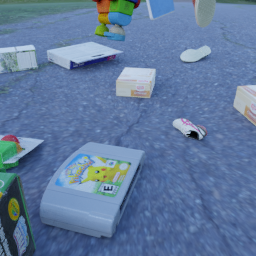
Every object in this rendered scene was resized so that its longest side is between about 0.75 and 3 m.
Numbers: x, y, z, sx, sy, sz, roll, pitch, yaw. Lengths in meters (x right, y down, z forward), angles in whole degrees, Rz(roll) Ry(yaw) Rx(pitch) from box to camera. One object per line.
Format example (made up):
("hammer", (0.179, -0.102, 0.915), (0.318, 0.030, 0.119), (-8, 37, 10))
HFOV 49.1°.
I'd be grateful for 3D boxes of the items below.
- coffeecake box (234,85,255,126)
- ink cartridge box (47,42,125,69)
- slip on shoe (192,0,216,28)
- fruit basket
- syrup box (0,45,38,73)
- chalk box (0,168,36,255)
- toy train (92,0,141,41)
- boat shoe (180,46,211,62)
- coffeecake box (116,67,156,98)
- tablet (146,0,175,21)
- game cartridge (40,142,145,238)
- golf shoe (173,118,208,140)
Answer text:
("coffeecake box", (4.859, -0.760, 8.973), (2.208, 0.807, 1.695), (-4, 30, -7))
("ink cartridge box", (-2.173, -3.681, 14.393), (2.872, 0.633, 2.925), (-24, 39, -35))
("slip on shoe", (2.083, -3.760, 7.991), (0.641, 1.731, 0.530), (-23, 33, -3))
("fruit basket", (-3.051, 0.544, 7.023), (1.353, 0.685, 1.461), (5, 14, 9))
("syrup box", (-5.590, -3.221, 13.198), (2.436, 0.959, 0.992), (-12, 32, -20))
("chalk box", (-2.435, 1.654, 3.800), (1.695, 1.707, 2.735), (2, 28, 3))
("toy train", (-0.638, -3.004, 7.485), (0.896, 1.225, 2.117), (1, 17, -37))
("boat shoe", (3.501, -3.805, 14.838), (1.959, 0.713, 0.605), (-23, -7, -23))
("coffeecake box", (0.347, -1.822, 11.056), (1.307, 0.622, 1.702), (6, 30, 10))
("tablet", (0.470, -2.600, 4.846), (0.088, 1.286, 0.837), (5, 31, 40))
("game cartridge", (-0.709, 1.123, 6.020), (1.664, 0.505, 2.496), (5, 29, 16))
("golf shoe", (1.706, 0.020, 8.025), (1.067, 0.387, 0.491), (23, 37, 35))
